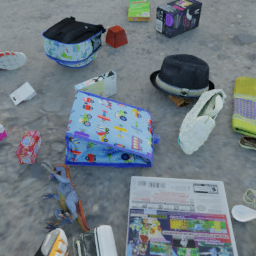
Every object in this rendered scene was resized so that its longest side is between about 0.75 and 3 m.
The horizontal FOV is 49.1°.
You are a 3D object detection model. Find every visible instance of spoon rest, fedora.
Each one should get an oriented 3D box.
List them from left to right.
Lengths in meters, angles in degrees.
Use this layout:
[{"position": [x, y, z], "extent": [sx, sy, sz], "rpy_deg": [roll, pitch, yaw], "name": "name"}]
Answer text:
[{"position": [1.955, -1.929, 9.755], "extent": [2.327, 1.063, 2.327], "rpy_deg": [5, 36, -4], "name": "fedora"}, {"position": [2.900, 2.064, 6.619], "extent": [0.859, 0.260, 0.427], "rpy_deg": [11, 47, 9], "name": "spoon rest"}]

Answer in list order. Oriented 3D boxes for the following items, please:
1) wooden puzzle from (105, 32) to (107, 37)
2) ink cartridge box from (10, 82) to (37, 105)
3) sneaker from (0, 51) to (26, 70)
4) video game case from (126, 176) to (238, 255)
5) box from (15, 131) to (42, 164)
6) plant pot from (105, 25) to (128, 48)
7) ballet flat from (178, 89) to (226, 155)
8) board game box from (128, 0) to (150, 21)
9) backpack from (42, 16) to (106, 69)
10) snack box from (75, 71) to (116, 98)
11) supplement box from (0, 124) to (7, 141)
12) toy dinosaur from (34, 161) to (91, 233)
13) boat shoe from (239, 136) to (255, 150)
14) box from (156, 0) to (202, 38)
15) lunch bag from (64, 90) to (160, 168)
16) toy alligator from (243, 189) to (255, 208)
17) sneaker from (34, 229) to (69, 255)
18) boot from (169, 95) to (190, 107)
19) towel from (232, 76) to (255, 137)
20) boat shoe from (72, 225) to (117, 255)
[{"position": [-0.817, -4.372, 13.036], "extent": [0.515, 0.089, 0.763], "rpy_deg": [-7, 46, -7], "name": "wooden puzzle"}, {"position": [-3.673, -1.163, 9.815], "extent": [0.803, 0.201, 0.651], "rpy_deg": [-41, 57, -5], "name": "ink cartridge box"}, {"position": [-5.048, -2.755, 11.023], "extent": [1.996, 0.769, 0.817], "rpy_deg": [-9, 40, -10], "name": "sneaker"}, {"position": [1.191, 2.141, 6.542], "extent": [2.371, 0.273, 2.161], "rpy_deg": [3, 46, 2], "name": "video game case"}, {"position": [-2.807, 0.539, 7.978], "extent": [0.424, 0.443, 0.889], "rpy_deg": [2, 46, 2], "name": "box"}, {"position": [-0.513, -4.068, 12.332], "extent": [0.757, 0.667, 0.756], "rpy_deg": [-30, 52, -26], "name": "plant pot"}, {"position": [2.263, -0.337, 8.291], "extent": [0.907, 0.907, 2.529], "rpy_deg": [20, 54, 19], "name": "ballet flat"}, {"position": [0.576, -6.244, 14.715], "extent": [1.085, 0.340, 2.271], "rpy_deg": [2, 48, 0], "name": "board game box"}, {"position": [-2.157, -3.190, 10.839], "extent": [1.895, 1.522, 2.071], "rpy_deg": [21, 41, 17], "name": "backpack"}, {"position": [-1.060, -1.302, 9.496], "extent": [1.462, 0.849, 0.271], "rpy_deg": [-27, 53, -24], "name": "snack box"}, {"position": [-4.164, 0.029, 8.479], "extent": [0.876, 0.443, 0.453], "rpy_deg": [25, 51, 23], "name": "supplement box"}, {"position": [-1.563, 1.686, 6.917], "extent": [1.942, 1.020, 1.762], "rpy_deg": [36, 27, -18], "name": "toy dinosaur"}, {"position": [3.795, 0.445, 8.106], "extent": [1.057, 0.391, 0.390], "rpy_deg": [6, 46, 6], "name": "boat shoe"}, {"position": [2.349, -5.165, 13.031], "extent": [1.948, 1.191, 1.033], "rpy_deg": [-28, 52, -25], "name": "box"}, {"position": [-0.347, 0.092, 8.057], "extent": [2.606, 1.226, 1.962], "rpy_deg": [8, 43, -5], "name": "lunch bag"}, {"position": [3.347, 2.607, 5.778], "extent": [0.798, 0.872, 2.942], "rpy_deg": [27, 33, -33], "name": "toy alligator"}, {"position": [-1.941, 3.158, 4.976], "extent": [1.129, 1.144, 2.923], "rpy_deg": [9, 47, 15], "name": "sneaker"}, {"position": [1.964, -1.098, 9.663], "extent": [0.997, 0.367, 0.771], "rpy_deg": [-23, 49, -8], "name": "boot"}, {"position": [4.569, -0.714, 9.281], "extent": [2.134, 0.338, 2.972], "rpy_deg": [15, 47, 13], "name": "towel"}, {"position": [-0.537, 3.205, 5.141], "extent": [1.002, 1.018, 2.825], "rpy_deg": [-16, 38, -2], "name": "boat shoe"}]
